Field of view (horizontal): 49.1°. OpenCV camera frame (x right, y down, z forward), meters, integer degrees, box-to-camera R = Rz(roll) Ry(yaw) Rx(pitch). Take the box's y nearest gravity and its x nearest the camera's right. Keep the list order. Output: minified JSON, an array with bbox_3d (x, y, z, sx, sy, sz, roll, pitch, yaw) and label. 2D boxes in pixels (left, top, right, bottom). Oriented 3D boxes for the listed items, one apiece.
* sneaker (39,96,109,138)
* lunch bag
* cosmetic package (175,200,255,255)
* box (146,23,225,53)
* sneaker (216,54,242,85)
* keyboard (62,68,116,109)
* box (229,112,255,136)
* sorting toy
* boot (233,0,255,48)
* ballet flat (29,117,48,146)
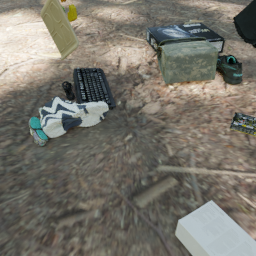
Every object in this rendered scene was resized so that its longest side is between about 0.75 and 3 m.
[{"bbox_3d":[-1.712,-0.582,8.419,2.021,0.807,1.315,-26,51,-17],"label":"sneaker"},{"bbox_3d":[2.152,-2.717,10.722,1.884,1.350,2.297,-5,32,-2],"label":"lunch bag"},{"bbox_3d":[1.920,2.381,4.903,0.921,0.565,2.231,-22,43,-25],"label":"cosmetic package"},{"bbox_3d":[2.567,-4.068,12.941,2.935,0.639,2.351,-9,39,-11],"label":"box"},{"bbox_3d":[3.812,-2.502,10.830,0.807,0.849,2.141,-11,38,-10],"label":"sneaker"},{"bbox_3d":[-1.487,-1.441,9.897,1.666,0.356,2.775,-8,38,-10],"label":"keyboard"},{"bbox_3d":[3.540,-0.110,8.322,0.877,0.216,0.700,17,43,20],"label":"box"},{"bbox_3d":[-1.821,-2.983,7.942,0.300,1.668,2.239,-28,11,-28],"label":"sorting toy"},{"bbox_3d":[3.253,-3.116,6.671,0.782,1.731,2.112,-2,60,-37],"label":"boot"},{"bbox_3d":[-2.578,0.128,7.886,0.401,0.401,1.115,-19,45,-22],"label":"ballet flat"}]
